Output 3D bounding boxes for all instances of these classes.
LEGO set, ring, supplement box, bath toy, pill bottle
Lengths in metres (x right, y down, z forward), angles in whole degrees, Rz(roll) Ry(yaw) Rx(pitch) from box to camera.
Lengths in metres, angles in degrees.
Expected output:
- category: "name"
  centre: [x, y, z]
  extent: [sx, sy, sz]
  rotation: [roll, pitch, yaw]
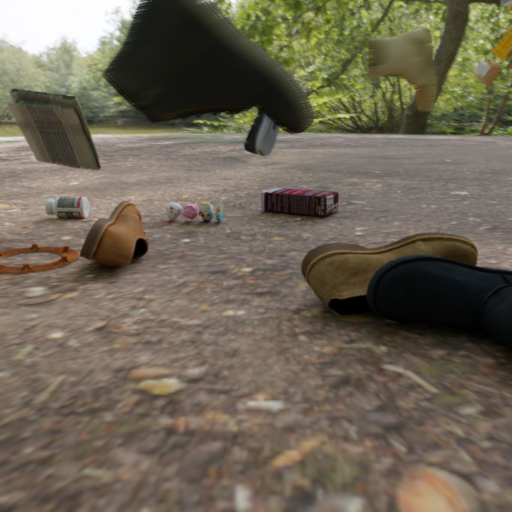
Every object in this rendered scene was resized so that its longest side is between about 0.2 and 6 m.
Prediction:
- category: "LEGO set"
  centre: [3.672, -3.183, 7.633]
  extent: [0.671, 1.802, 0.829]
  rotation: [4, 12, -33]
- category: "ring"
  centre: [-4.076, 0.013, 10.118]
  extent: [1.679, 0.161, 1.679]
  rotation: [0, 15, 0]
- category: "supplement box"
  centre: [1.126, -1.393, 14.425]
  extent: [1.779, 0.542, 0.968]
  rotation: [7, 16, 27]
- category: "bath toy"
  centre: [-1.487, -1.016, 13.230]
  extent: [1.405, 0.611, 0.519]
  rotation: [2, 51, 10]
- category: "pill bottle"
  centre: [-4.625, -1.183, 13.711]
  extent: [0.944, 0.522, 0.522]
  rotation: [1, 16, 0]

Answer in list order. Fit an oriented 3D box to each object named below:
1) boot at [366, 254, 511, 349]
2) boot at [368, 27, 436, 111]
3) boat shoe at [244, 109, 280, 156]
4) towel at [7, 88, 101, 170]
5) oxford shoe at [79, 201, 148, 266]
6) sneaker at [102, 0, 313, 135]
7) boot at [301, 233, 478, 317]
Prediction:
- category: "boot"
  centre: [2.705, 0.629, 6.467]
  extent: [2.348, 0.897, 1.973]
  rotation: [4, 11, -11]
- category: "boot"
  centre: [2.750, -3.436, 10.644]
  extent: [1.188, 1.528, 0.556]
  rotation: [-13, 20, -4]
- category: "boat shoe"
  centre: [0.218, -2.523, 9.956]
  extent: [0.454, 1.602, 0.550]
  rotation: [12, -17, 30]
- category: "towel"
  centre: [-3.955, -2.431, 10.946]
  extent: [1.622, 1.685, 0.291]
  rotation: [12, 47, 20]
- category: "oxford shoe"
  centre: [-2.439, -0.326, 10.433]
  extent: [0.963, 0.964, 2.702]
  rotation: [24, 16, -8]
- category: "sneaker"
  centre: [-0.656, -2.454, 8.548]
  extent: [3.335, 1.772, 1.247]
  rotation: [32, 3, -36]
- category: "boot"
  centre: [2.084, 0.345, 7.998]
  extent: [2.743, 1.010, 1.035]
  rotation: [-7, 39, -16]
